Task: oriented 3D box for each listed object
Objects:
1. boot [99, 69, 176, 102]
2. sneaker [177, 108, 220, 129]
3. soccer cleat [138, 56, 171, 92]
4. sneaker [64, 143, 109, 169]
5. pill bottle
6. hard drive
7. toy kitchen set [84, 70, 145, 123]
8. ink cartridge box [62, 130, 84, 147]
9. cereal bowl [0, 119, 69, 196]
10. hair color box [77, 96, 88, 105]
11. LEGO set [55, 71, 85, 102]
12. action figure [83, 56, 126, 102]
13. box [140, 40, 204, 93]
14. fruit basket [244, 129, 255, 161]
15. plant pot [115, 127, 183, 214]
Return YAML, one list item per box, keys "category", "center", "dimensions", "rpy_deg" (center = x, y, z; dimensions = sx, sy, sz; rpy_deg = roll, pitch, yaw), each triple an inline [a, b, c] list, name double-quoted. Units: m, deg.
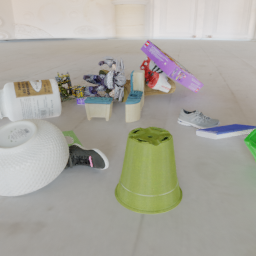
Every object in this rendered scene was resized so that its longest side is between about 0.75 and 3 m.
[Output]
- category: "boot"
  center: [0.374, -2.094, 13.071]
  dimensions: [2.851, 0.943, 2.497]
  rpy_deg: [-16, 46, -31]
- category: "sneaker"
  center: [2.337, -0.326, 9.306]
  dimensions: [1.400, 0.574, 0.523]
  rpy_deg: [9, 24, 21]
- category: "soccer cleat"
  center: [1.157, -2.352, 12.322]
  dimensions: [1.117, 0.900, 2.622]
  rpy_deg: [24, 25, -22]
- category: "sneaker"
  center: [-1.152, 0.791, 6.719]
  dimensions: [1.493, 0.528, 0.740]
  rpy_deg: [13, 27, 42]
- category: "pill bottle"
  center: [-3.643, -0.932, 9.743]
  dimensions: [2.394, 1.369, 1.369]
  rpy_deg: [-9, 24, -22]
- category: "hard drive"
  center: [2.986, 0.087, 8.484]
  dimensions: [1.502, 0.191, 0.991]
  rpy_deg: [-8, 8, -21]
- category: "toy kitchen set"
  center: [-0.414, -1.300, 10.582]
  dimensions: [1.919, 1.411, 2.395]
  rpy_deg: [3, 22, 7]
- category: "ink cartridge box"
  center: [-2.443, 0.278, 8.015]
  dimensions: [2.018, 0.484, 1.469]
  rpy_deg: [-11, 24, -21]
- category: "cereal bowl"
  center: [-2.419, 0.451, 6.302]
  dimensions: [2.062, 0.859, 2.062]
  rpy_deg: [-5, 39, 4]
- category: "hair color box"
  center: [-1.669, -1.150, 11.738]
  dimensions: [0.840, 0.272, 0.459]
  rpy_deg: [4, 21, 6]
- category: "LEGO set"
  center: [-2.862, -1.715, 11.629]
  dimensions: [1.949, 1.129, 1.499]
  rpy_deg: [-19, 20, -24]
- category: "action figure"
  center: [-1.011, -1.861, 11.517]
  dimensions: [1.020, 1.914, 2.941]
  rpy_deg: [18, -11, -35]
- category: "box"
  center: [2.028, -2.669, 12.444]
  dimensions: [2.893, 0.566, 1.980]
  rpy_deg: [13, 33, -53]
- category: "fruit basket"
  center: [4.070, 0.337, 6.324]
  dimensions: [2.388, 2.388, 1.722]
  rpy_deg: [-4, 23, -9]
- category: "plant pot"
  center: [0.441, 0.739, 5.675]
  dimensions: [1.431, 1.358, 1.431]
  rpy_deg: [1, 22, 0]
